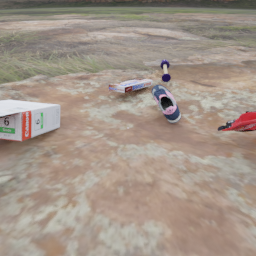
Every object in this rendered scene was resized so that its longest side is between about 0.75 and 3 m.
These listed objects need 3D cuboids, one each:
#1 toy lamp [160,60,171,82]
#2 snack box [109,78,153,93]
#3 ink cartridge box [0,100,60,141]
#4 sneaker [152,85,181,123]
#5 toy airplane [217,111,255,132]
[{"bbox_3d":[1.675,-2.596,12.476,0.448,0.448,1.541,1,41,2],"label":"toy lamp"},{"bbox_3d":[0.140,-1.633,10.663,0.718,0.243,1.996,14,23,31],"label":"snack box"},{"bbox_3d":[-3.085,-0.182,6.998,1.630,0.753,2.992,6,12,11],"label":"ink cartridge box"},{"bbox_3d":[1.129,-0.930,8.710,0.588,0.687,1.675,-32,48,6],"label":"sneaker"},{"bbox_3d":[3.467,-0.261,6.644,2.843,0.523,2.843,-7,-6,-1],"label":"toy airplane"}]
